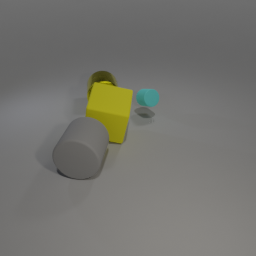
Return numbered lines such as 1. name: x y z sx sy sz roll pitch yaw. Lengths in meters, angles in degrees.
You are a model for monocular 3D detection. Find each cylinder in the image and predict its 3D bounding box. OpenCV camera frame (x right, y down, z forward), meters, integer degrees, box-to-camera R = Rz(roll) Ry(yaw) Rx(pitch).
1. cylinder: 0.788 -1.219 11.271 0.700 0.700 0.700 -15 14 -24
2. cylinder: -1.380 0.584 8.486 1.400 1.400 1.400 4 31 7
3. cylinder: -1.101 -1.642 12.352 1.400 1.400 1.400 -4 30 -6

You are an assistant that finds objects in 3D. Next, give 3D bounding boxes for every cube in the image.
1. cube: -0.690 -0.524 9.809 1.400 1.400 1.400 11 46 -4
